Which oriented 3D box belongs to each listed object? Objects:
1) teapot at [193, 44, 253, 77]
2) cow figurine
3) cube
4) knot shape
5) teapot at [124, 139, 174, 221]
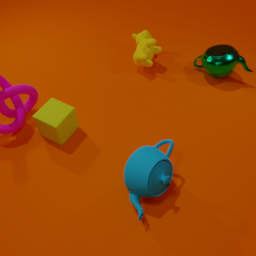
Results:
[{"bbox_3d":[3.300,-2.282,9.837,2.063,1.010,1.283,9,46,29],"label":"teapot"},{"bbox_3d":[0.549,-2.928,10.356,1.423,0.794,1.446,20,76,47],"label":"cow figurine"},{"bbox_3d":[-2.098,-0.189,8.258,0.870,0.870,0.870,24,55,19],"label":"cube"},{"bbox_3d":[-3.529,-0.624,8.205,0.816,1.767,1.653,2,70,35],"label":"knot shape"},{"bbox_3d":[0.544,1.178,6.822,1.019,1.294,2.081,17,74,44],"label":"teapot"}]
